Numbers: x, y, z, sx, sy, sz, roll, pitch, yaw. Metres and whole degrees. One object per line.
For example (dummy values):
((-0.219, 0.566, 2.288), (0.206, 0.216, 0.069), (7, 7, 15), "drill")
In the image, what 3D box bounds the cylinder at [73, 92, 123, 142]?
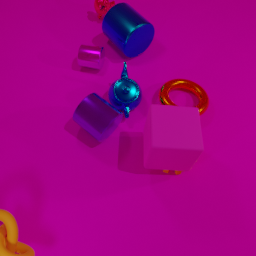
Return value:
((-0.826, -0.292, 7.723), (1.006, 1.006, 1.006), (39, 67, 10), "cylinder")

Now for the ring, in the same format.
((1.683, -0.913, 8.439), (1.540, 0.308, 1.540), (4, 52, -5), "ring")

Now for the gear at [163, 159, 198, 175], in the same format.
((1.264, 0.598, 7.721), (1.339, 0.248, 1.339), (0, 60, 0), "gear")

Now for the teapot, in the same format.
((-0.070, -1.087, 8.249), (1.032, 0.813, 1.660), (-2, 81, -6), "teapot")

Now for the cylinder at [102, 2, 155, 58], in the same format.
((0.004, -3.244, 9.312), (1.294, 1.294, 1.294), (-33, 66, -17), "cylinder")

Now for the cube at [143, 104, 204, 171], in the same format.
((1.064, 0.267, 6.990), (1.206, 1.206, 1.206), (4, 58, -4), "cube")

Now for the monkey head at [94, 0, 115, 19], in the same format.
((-0.868, -4.472, 10.162), (0.603, 1.000, 0.720), (28, 43, 32), "monkey head")

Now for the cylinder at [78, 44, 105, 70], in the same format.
((-1.184, -2.315, 9.116), (0.728, 0.728, 0.728), (11, 61, 5), "cylinder")

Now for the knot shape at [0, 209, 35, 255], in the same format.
((-2.563, 2.253, 5.790), (0.625, 1.353, 1.266), (-33, 102, -35), "knot shape")
